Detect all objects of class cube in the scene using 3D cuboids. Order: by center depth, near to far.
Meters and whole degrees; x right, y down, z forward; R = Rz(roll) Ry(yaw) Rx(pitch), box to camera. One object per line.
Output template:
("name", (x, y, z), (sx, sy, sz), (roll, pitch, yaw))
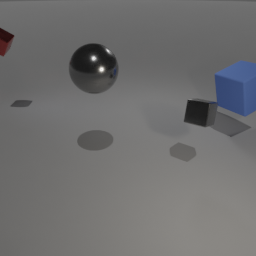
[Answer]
("cube", (2.152, -0.462, 8.261), (0.700, 0.700, 0.700), (17, 16, 33))
("cube", (4.259, -1.498, 10.366), (1.400, 1.400, 1.400), (-27, 32, -18))
("cube", (-4.994, -3.385, 10.963), (0.700, 0.700, 0.700), (27, 39, -19))

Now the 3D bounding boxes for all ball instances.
("ball", (-0.961, -1.663, 7.905), (1.400, 1.400, 1.400), (0, 28, 0))
